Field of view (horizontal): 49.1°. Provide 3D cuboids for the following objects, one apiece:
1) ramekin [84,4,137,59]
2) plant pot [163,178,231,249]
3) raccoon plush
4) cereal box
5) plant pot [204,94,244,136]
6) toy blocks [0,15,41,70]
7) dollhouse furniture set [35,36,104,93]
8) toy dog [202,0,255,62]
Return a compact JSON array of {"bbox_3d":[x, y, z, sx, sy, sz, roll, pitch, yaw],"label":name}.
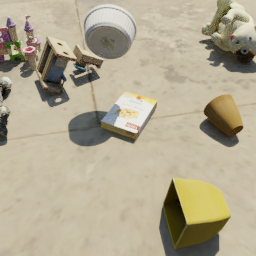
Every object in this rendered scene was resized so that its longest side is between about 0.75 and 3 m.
[{"bbox_3d":[-0.522,-2.584,7.807,1.509,1.509,0.703,3,58,3],"label":"ramekin"},{"bbox_3d":[1.486,1.778,5.973,1.112,1.080,1.087,-1,43,-11],"label":"plant pot"},{"bbox_3d":[-3.928,-0.870,8.674,1.727,1.247,2.578,20,46,9],"label":"raccoon plush"},{"bbox_3d":[0.067,-0.447,8.755,1.196,0.329,1.663,18,47,18],"label":"cereal box"},{"bbox_3d":[2.913,-0.312,8.272,0.959,0.959,1.029,-14,55,-14],"label":"plant pot"},{"bbox_3d":[-4.510,-3.528,10.923,1.979,1.783,2.118,-3,44,-3],"label":"toy blocks"},{"bbox_3d":[-2.011,-2.118,10.076,1.992,1.404,1.396,7,35,-38],"label":"dollhouse furniture set"},{"bbox_3d":[4.528,-3.805,11.505,2.503,1.801,2.582,19,37,-25],"label":"toy dog"}]
